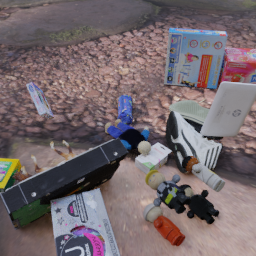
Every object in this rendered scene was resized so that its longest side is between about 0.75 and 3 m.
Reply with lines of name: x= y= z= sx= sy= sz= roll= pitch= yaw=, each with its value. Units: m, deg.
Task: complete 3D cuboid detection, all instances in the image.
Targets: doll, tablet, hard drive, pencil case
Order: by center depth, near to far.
hard drive: x=-1.510 y=1.373 z=6.849 sx=2.883 sy=2.014 sz=0.545 roll=-26 pitch=72 yaw=-27
tablet: x=2.972 y=-0.480 z=8.182 sx=1.241 sy=1.907 sz=0.130 roll=3 pitch=41 yaw=-10
doll: x=0.086 y=0.262 z=9.124 sx=1.387 sy=0.492 sz=2.032 roll=-21 pitch=31 yaw=-25
pencil case: x=-0.113 y=-0.694 z=10.520 sx=0.576 sy=0.641 sz=1.477 roll=-10 pitch=37 yaw=7

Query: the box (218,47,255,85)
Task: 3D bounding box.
box: x=5.526 y=-2.418 z=11.977 sx=2.997 sy=1.494 sz=1.431 roll=5 pitch=39 yaw=5

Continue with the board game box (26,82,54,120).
board game box: x=-2.821 y=-0.842 z=9.075 sx=0.221 sy=1.073 sz=1.070 roll=-26 pitch=85 yaw=-3

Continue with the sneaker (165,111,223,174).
sneaker: x=2.129 y=0.445 z=9.068 sx=1.450 sy=0.951 sz=2.520 roll=4 pitch=43 yaw=-13

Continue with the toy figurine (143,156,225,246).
toy figurine: x=1.273 y=1.640 z=6.718 sx=1.797 sy=1.769 sz=1.250 roll=-22 pitch=38 yaw=-26

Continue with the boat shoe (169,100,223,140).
boat shoe: x=2.387 y=-0.323 z=9.924 sx=1.027 sy=0.857 sz=2.753 roll=-25 pitch=29 yaw=-19

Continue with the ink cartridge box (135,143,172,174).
ink cartridge box: x=0.798 y=0.947 z=8.686 sx=1.065 sy=0.359 sz=0.624 roll=-32 pitch=49 yaw=-33

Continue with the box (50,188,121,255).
box: x=-0.884 y=2.556 z=5.868 sx=1.185 sy=1.365 sz=2.066 roll=-12 pitch=40 yaw=-14

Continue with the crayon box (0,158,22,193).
crayon box: x=-3.948 y=1.386 z=8.122 sx=1.310 sy=0.382 sz=1.130 roll=3 pitch=37 yaw=3

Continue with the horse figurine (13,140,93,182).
horse figurine: x=-2.065 y=1.138 z=8.189 sx=1.569 sy=0.591 sz=2.367 roll=35 pitch=48 yaw=24

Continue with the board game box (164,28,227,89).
board game box: x=2.796 y=-2.942 z=11.953 sx=2.302 sy=2.351 sz=0.657 roll=7 pitch=36 yaw=7
